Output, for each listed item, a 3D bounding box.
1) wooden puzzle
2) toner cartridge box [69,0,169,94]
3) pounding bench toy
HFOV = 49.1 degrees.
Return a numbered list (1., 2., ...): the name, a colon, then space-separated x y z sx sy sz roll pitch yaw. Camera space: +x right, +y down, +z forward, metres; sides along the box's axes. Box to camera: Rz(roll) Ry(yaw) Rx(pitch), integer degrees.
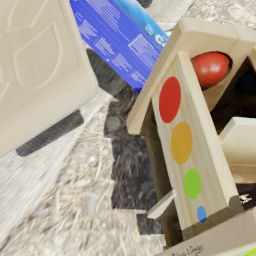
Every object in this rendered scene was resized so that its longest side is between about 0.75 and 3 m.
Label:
1. wooden puzzle: -1.497 -0.901 3.793 2.159 0.540 2.331 -30 68 20
2. toner cartridge box: -0.019 -1.727 5.486 2.520 1.197 0.544 42 49 -17
3. pounding bench toy: 1.007 0.495 3.538 1.784 2.873 2.241 3 56 -20
